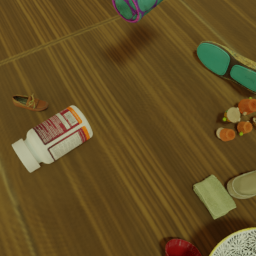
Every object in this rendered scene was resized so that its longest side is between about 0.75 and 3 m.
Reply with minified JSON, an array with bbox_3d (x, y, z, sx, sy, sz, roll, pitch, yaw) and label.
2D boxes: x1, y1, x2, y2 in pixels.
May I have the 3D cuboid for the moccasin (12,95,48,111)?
[{"bbox_3d":[-3.042,-0.820,8.720,1.142,0.441,0.418,16,62,9],"label":"moccasin"}]

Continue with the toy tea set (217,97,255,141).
[{"bbox_3d":[3.317,-0.236,8.436,1.707,0.632,1.015,-22,92,-15],"label":"toy tea set"}]

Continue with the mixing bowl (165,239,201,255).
[{"bbox_3d":[1.222,3.044,6.445,0.854,0.463,0.854,11,19,-4],"label":"mixing bowl"}]

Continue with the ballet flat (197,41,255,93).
[{"bbox_3d":[3.481,-2.029,9.144,0.970,0.970,2.745,-36,57,-18],"label":"ballet flat"}]

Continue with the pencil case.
[{"bbox_3d":[0.621,-3.609,6.781,1.037,0.955,2.245,45,77,-8],"label":"pencil case"}]

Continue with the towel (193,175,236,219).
[{"bbox_3d":[2.284,1.796,7.398,0.765,0.188,1.030,-25,64,-15],"label":"towel"}]

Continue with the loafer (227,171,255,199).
[{"bbox_3d":[3.471,1.407,7.382,1.724,0.588,0.652,-11,61,-6],"label":"loafer"}]

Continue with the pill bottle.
[{"bbox_3d":[-2.057,0.297,7.720,1.970,1.079,1.079,-33,66,-17],"label":"pill bottle"}]

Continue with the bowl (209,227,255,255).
[{"bbox_3d":[2.835,3.622,5.601,2.824,1.325,2.824,-5,52,6],"label":"bowl"}]
